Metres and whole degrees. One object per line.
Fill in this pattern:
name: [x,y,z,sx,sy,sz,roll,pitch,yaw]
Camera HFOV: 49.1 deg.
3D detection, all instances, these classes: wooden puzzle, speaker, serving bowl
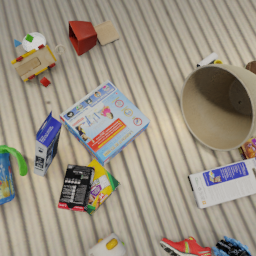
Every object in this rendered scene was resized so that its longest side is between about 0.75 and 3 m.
wooden puzzle: [-0.925,-4.008,11.859,0.856,0.214,0.924,-26,80,-7]
speaker: [3.231,-2.689,11.377,0.893,0.363,0.363,-37,77,-11]
serving bowl: [-3.860,-3.472,11.631,0.955,0.314,0.955,0,74,-1]

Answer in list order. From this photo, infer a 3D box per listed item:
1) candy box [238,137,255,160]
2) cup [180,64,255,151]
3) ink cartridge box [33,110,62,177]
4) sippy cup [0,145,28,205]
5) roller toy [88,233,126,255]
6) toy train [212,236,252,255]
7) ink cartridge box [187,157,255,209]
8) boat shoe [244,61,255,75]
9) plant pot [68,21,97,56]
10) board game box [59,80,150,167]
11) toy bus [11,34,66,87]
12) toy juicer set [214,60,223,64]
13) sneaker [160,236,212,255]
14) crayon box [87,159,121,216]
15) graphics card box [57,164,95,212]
candy box: [4.856,0.722,10.348,1.397,0.394,0.815,-17,74,-6]
cup: [3.635,-0.905,9.807,2.112,2.953,2.953,-19,73,-31]
ink cartridge box: [-2.664,0.567,9.281,0.447,2.279,1.133,21,48,-1]
sippy cup: [-4.742,1.750,9.362,2.009,2.558,1.875,-15,83,-48]
roller toy: [-0.701,3.941,9.012,1.067,1.170,0.818,-34,77,-3]
toy train: [3.373,4.033,8.664,0.789,1.820,1.040,-38,88,-11]
ink cartridge box: [3.510,1.944,9.951,2.534,0.470,1.200,-15,75,-2]
boat shoe: [5.140,-1.435,10.658,1.009,1.010,2.731,-6,74,-2]
plant pot: [-1.800,-3.734,11.406,0.902,1.023,1.024,-22,74,-17]
board game box: [-0.831,-0.237,10.274,2.372,0.663,2.322,-40,77,-21]
toy bus: [-3.632,-2.674,11.057,1.887,0.975,1.781,12,104,-28]
toy juicer set: [3.742,-1.844,11.074,1.071,0.458,1.683,-36,77,-10]
sneaker: [1.920,3.966,9.340,1.781,0.686,0.756,21,62,-1]
crayon box: [-1.237,2.083,9.912,1.289,0.436,1.495,42,78,11]
graphics card box: [-1.733,2.016,9.471,0.942,0.382,1.501,3,69,13]
